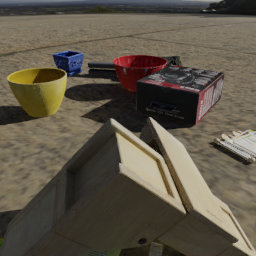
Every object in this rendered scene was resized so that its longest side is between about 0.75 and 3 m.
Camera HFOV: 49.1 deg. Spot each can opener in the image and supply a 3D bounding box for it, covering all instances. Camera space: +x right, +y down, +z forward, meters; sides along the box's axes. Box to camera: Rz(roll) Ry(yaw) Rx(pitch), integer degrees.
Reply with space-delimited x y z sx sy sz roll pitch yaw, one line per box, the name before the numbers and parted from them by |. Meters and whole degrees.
can opener | -0.714 -2.716 13.188 2.581 0.689 0.863 5 27 11

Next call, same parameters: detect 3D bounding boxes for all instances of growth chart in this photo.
growth chart | 3.543 0.396 7.657 2.002 0.178 1.448 -11 29 -20

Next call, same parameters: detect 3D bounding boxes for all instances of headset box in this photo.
headset box | 1.809 -1.249 9.796 2.215 1.150 2.977 16 32 28

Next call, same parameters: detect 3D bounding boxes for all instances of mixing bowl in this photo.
mixing bowl | 0.489 -2.214 11.635 2.212 1.198 2.212 0 28 0

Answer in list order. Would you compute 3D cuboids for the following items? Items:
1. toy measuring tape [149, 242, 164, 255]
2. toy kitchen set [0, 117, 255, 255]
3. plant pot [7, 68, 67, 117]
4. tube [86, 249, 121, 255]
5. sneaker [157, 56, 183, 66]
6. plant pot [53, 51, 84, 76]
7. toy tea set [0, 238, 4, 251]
toy measuring tape | 0.200 2.129 3.750 0.695 0.695 1.890 9 28 17
toy kitchen set | -0.035 1.373 4.653 2.810 2.535 2.292 37 19 -26
plant pot | -2.949 -1.142 9.402 1.859 1.320 1.859 1 28 0
tube | -0.217 1.597 4.983 0.597 0.668 2.301 42 38 -1
sneaker | 1.903 -2.925 13.285 1.433 0.956 2.501 -2 21 10
plant pot | -2.873 -3.143 13.678 1.104 0.992 1.104 17 32 31
toy tea set | -1.531 2.069 3.969 1.475 0.546 0.877 8 28 15
